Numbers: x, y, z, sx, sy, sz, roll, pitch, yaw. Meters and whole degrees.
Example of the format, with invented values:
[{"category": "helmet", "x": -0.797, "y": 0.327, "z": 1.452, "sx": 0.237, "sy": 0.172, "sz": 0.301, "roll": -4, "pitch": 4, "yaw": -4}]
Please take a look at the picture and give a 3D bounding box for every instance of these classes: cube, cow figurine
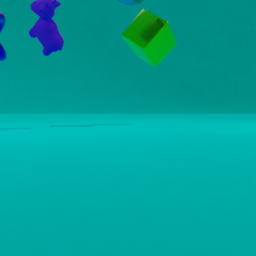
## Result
[{"category": "cube", "x": 0.671, "y": -2.758, "z": 8.666, "sx": 1.069, "sy": 1.069, "sz": 1.069, "roll": 42, "pitch": 1, "yaw": 30}, {"category": "cow figurine", "x": -1.720, "y": -2.210, "z": 6.101, "sx": 1.070, "sy": 1.088, "sz": 0.597, "roll": -18, "pitch": 20, "yaw": 47}]

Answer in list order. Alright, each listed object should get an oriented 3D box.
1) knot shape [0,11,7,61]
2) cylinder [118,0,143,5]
[{"category": "knot shape", "x": -3.649, "y": -2.342, "z": 6.854, "sx": 1.589, "sy": 0.785, "sz": 1.698, "roll": -26, "pitch": -28, "yaw": 34}, {"category": "cylinder", "x": 0.145, "y": -3.891, "z": 7.225, "sx": 1.158, "sy": 1.158, "sz": 1.158, "roll": -1, "pitch": 13, "yaw": -10}]
